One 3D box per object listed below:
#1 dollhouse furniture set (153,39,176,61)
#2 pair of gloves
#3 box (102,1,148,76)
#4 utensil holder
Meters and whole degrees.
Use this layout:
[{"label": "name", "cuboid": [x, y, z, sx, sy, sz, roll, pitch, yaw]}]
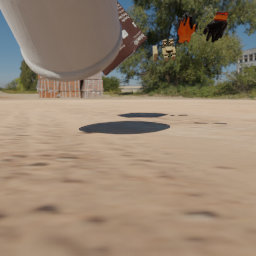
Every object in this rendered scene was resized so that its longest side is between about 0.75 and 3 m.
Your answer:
[{"label": "dollhouse furniture set", "cuboid": [1.334, -2.792, 10.334, 0.803, 0.704, 0.533, -6, -15, 4]}, {"label": "pair of gloves", "cuboid": [1.733, -2.371, 6.619, 1.159, 0.143, 1.032, 1, -19, 8]}, {"label": "box", "cuboid": [-0.632, -3.248, 9.977, 1.553, 1.891, 1.569, -33, 16, 36]}, {"label": "utensil holder", "cuboid": [-1.309, -2.573, 5.189, 2.284, 2.284, 2.688, 0, -28, 3]}]
